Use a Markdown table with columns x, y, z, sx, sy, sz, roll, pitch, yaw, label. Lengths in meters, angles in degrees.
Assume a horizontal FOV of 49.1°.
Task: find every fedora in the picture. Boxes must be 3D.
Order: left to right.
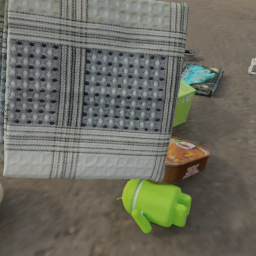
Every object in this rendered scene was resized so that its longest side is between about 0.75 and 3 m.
| x | y | z | sx | sy | sz | roll | pitch | yaw | label |
| --- | --- | --- | --- | --- | --- | --- | --- | --- | --- |
| 2.898 | -3.535 | 13.646 | 0.910 | 0.411 | 0.804 | -8 | 34 | -19 | fedora |

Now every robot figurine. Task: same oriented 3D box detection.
| x | y | z | sx | sy | sz | roll | pitch | yaw | label |
| --- | --- | --- | --- | --- | --- | --- | --- | --- | --- |
| 0.503 | 1.409 | 5.456 | 1.367 | 0.791 | 1.199 | 14 | 35 | 21 | robot figurine |

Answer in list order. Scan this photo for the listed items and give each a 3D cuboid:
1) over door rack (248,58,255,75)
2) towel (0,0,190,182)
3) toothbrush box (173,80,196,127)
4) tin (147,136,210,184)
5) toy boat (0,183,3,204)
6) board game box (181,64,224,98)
| x | y | z | sx | sy | sz | roll | pitch | yaw | label |
| --- | --- | --- | --- | --- | --- | --- | --- | --- | --- |
| 6.048 | -2.723 | 12.231 | 1.245 | 0.561 | 1.685 | 18 | 36 | 25 | over door rack |
| -0.614 | -0.583 | 3.818 | 2.784 | 2.681 | 0.481 | 6 | 11 | -11 | towel |
| 0.109 | -0.782 | 8.160 | 2.938 | 1.265 | 2.139 | -22 | 50 | -32 | toothbrush box |
| 0.843 | 0.629 | 6.243 | 1.406 | 0.526 | 2.511 | 27 | 20 | 35 | tin |
| -3.255 | 1.769 | 4.631 | 2.441 | 1.350 | 2.904 | -14 | 27 | -29 | toy boat |
| 2.825 | -1.969 | 11.234 | 1.610 | 0.335 | 2.380 | 14 | 35 | 21 | board game box |
